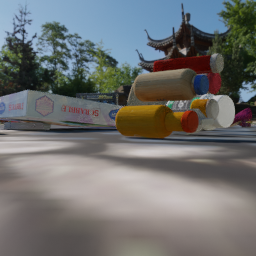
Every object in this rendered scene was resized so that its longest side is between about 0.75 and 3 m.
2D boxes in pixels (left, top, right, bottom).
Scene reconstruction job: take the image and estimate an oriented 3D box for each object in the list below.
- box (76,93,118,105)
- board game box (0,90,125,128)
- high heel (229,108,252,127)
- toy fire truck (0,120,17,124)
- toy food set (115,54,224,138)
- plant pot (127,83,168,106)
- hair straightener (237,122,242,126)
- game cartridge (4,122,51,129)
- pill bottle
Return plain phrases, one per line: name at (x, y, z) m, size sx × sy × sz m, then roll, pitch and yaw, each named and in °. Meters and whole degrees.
box at (-1.425, -0.839, 12.916) m, size 1.944 × 1.533 × 0.496 m, roll -1°, pitch 1°, yaw 10°
board game box at (-1.730, -0.368, 7.145) m, size 2.713 × 0.560 × 2.720 m, roll 7°, pitch -4°, yaw -39°
high heel at (3.761, -0.369, 10.123) m, size 1.424 × 0.685 × 0.480 m, roll 1°, pitch 1°, yaw 41°
toy fire truck at (-4.358, -0.246, 10.054) m, size 1.280 × 0.443 × 1.816 m, roll 0°, pitch 1°, yaw 0°
toy food set at (0.816, -0.368, 3.410) m, size 0.878 × 0.931 × 1.951 m, roll 3°, pitch 5°, yaw 42°
plant pot at (1.060, -1.041, 12.748) m, size 2.179 × 1.931 × 2.181 m, roll 0°, pitch 2°, yaw 13°
hair straightener at (5.628, -0.172, 14.352) m, size 1.055 × 0.216 × 0.406 m, roll -5°, pitch 1°, yaw -5°
game cartridge at (-2.304, -0.046, 6.429) m, size 0.913 × 0.190 × 0.608 m, roll 0°, pitch -5°, yaw 2°
pill bottle at (1.491, -0.329, 5.934) m, size 0.758 × 0.758 × 1.339 m, roll -1°, pitch 1°, yaw -37°
